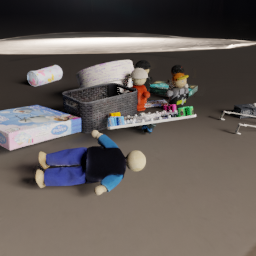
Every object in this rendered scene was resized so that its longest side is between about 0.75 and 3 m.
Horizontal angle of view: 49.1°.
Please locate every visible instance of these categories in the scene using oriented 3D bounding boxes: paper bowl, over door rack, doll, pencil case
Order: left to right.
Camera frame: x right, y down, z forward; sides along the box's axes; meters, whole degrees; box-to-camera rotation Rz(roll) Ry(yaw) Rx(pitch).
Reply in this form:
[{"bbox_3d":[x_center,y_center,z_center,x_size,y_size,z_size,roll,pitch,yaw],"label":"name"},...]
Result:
[{"bbox_3d":[-5.401,-3.454,18.313,1.085,0.994,2.392,33,35,14],"label":"pencil case"},{"bbox_3d":[-0.930,0.900,7.447,2.803,0.679,1.913,-4,55,2],"label":"doll"},{"bbox_3d":[-1.066,-2.385,14.446,2.989,1.554,2.989,-13,4,1],"label":"paper bowl"},{"bbox_3d":[5.284,-0.427,11.597,2.320,0.773,1.714,-2,22,-4],"label":"over door rack"}]

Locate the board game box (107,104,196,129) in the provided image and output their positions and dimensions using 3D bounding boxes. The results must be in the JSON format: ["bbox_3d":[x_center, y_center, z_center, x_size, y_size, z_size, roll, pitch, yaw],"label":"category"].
[{"bbox_3d":[0.642,-0.464,9.888,2.787,0.360,2.786,-8,7,-3],"label":"board game box"}]

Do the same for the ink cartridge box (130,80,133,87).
[{"bbox_3d":[0.049,-2.758,17.416,0.790,0.463,1.094,-11,24,-23],"label":"ink cartridge box"}]

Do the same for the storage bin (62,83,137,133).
[{"bbox_3d":[-1.163,-0.951,12.102,2.857,1.340,1.932,-17,28,-37],"label":"storage bin"}]

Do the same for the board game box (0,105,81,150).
[{"bbox_3d":[-3.861,-0.163,10.632,2.967,0.644,2.953,15,22,37],"label":"board game box"}]

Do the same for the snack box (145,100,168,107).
[{"bbox_3d":[1.290,-1.239,14.238,1.375,0.167,0.494,-6,24,-14],"label":"snack box"}]

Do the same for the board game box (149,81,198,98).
[{"bbox_3d":[2.574,-2.306,16.483,2.625,0.370,1.775,12,26,26],"label":"board game box"}]

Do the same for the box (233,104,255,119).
[{"bbox_3d":[5.375,-0.778,12.777,0.868,0.465,0.645,-4,23,-10],"label":"box"}]

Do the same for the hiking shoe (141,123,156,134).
[{"bbox_3d":[0.667,-0.088,11.169,0.437,0.510,1.176,27,-2,-20],"label":"hiking shoe"}]

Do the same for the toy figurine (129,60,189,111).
[{"bbox_3d":[1.551,-2.179,14.020,2.927,2.068,2.973,4,23,10],"label":"toy figurine"}]
